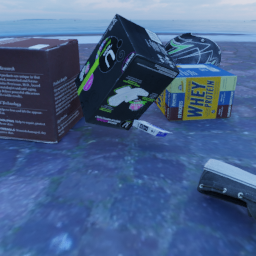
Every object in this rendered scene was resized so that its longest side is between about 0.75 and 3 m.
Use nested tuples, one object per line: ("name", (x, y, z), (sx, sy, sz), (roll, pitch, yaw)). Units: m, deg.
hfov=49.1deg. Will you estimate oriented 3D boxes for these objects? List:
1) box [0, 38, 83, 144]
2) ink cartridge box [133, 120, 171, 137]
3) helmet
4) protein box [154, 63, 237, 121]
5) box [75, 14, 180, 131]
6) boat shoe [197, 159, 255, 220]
("box", (-3.105, -1.378, 9.418), (2.423, 2.951, 2.448), (5, 24, 12))
("ink cartridge box", (0.750, 0.047, 8.622), (1.159, 0.227, 0.576), (24, 11, 38))
("helmet", (2.952, -3.127, 13.626), (2.866, 2.866, 2.733), (-6, 30, -13))
("protein box", (2.560, -1.553, 11.363), (2.487, 1.678, 2.469), (-3, 24, -8))
("box", (-0.174, -1.567, 8.609), (1.689, 2.718, 2.018), (12, 43, -37))
("boat shoe", (2.627, 1.454, 5.481), (0.976, 0.805, 2.845), (36, -10, -39))
